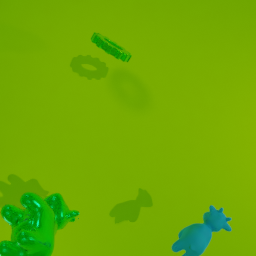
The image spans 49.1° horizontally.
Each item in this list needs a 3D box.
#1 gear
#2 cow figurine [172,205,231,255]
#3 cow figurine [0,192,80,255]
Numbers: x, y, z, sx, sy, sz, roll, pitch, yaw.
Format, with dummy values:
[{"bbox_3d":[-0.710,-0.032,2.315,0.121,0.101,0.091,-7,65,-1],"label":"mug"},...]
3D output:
[{"bbox_3d":[-0.452,-2.209,7.679,1.176,1.176,0.218,36,110,8],"label":"gear"},{"bbox_3d":[1.498,2.101,5.599,1.110,1.128,0.619,-44,75,23],"label":"cow figurine"},{"bbox_3d":[-1.506,1.785,5.001,0.854,1.531,1.556,-32,39,9],"label":"cow figurine"}]
